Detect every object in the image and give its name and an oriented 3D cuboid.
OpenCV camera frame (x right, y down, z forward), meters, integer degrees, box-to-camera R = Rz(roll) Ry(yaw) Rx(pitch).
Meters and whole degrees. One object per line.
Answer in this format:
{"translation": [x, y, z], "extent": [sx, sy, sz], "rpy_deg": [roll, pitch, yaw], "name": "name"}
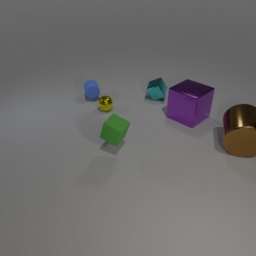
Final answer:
{"translation": [2.645, -1.083, 11.983], "extent": [1.400, 1.400, 1.400], "rpy_deg": [28, 42, 35], "name": "cube"}
{"translation": [-1.742, -1.870, 13.487], "extent": [0.700, 0.700, 0.700], "rpy_deg": [-7, 37, -11], "name": "cylinder"}
{"translation": [4.138, 0.080, 10.043], "extent": [1.400, 1.400, 1.400], "rpy_deg": [8, 41, 11], "name": "cylinder"}
{"translation": [1.403, -1.879, 13.482], "extent": [0.700, 0.700, 0.700], "rpy_deg": [-14, 41, 34], "name": "cube"}
{"translation": [-1.009, -1.118, 12.641], "extent": [0.700, 0.700, 0.700], "rpy_deg": [0, 33, 0], "name": "ball"}
{"translation": [-0.444, 0.061, 9.580], "extent": [0.700, 0.700, 0.700], "rpy_deg": [28, 38, 10], "name": "cube"}
